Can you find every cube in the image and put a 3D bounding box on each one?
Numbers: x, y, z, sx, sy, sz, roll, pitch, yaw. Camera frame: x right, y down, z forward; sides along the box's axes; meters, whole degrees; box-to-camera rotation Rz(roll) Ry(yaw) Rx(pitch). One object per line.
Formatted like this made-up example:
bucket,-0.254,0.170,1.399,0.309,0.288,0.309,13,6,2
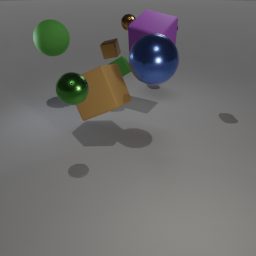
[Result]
cube,-0.319,-2.501,11.620,0.700,0.700,0.700,-27,7,15
cube,0.958,-3.464,10.794,1.400,1.400,1.400,24,55,21
cube,-0.815,-3.717,13.154,0.700,0.700,0.700,-6,30,18
cube,-0.929,-1.232,9.470,1.400,1.400,1.400,-19,8,23

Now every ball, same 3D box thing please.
ball,0.718,-1.904,7.830,1.400,1.400,1.400,0,28,0
ball,0.037,-4.709,12.484,0.700,0.700,0.700,0,28,0
ball,-1.191,-0.838,5.999,0.700,0.700,0.700,0,28,0
ball,-3.024,-3.567,11.116,1.400,1.400,1.400,0,28,0
